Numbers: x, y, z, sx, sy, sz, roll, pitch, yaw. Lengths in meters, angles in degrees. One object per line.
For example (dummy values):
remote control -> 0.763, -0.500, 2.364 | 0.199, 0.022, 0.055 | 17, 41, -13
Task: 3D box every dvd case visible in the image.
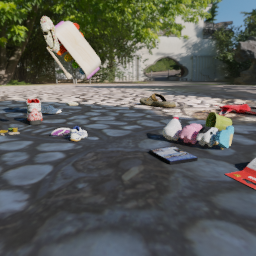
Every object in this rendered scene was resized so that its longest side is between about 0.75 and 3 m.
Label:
dvd case -> 1.150, 0.706, 7.297 | 0.801, 0.098, 1.122 | -6, 13, -22

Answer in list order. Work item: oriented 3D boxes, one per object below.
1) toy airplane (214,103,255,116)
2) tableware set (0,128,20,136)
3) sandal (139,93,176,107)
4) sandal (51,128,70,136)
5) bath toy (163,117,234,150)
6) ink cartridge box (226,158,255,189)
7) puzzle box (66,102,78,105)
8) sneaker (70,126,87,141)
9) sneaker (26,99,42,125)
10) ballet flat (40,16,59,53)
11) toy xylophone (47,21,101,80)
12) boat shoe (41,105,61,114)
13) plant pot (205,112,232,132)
toy airplane -> 5.669, -1.014, 14.720 | 2.840, 0.522, 2.840 | 1, 12, 0
tableware set -> -4.541, 0.116, 9.998 | 1.203, 0.185, 0.811 | -9, 14, -35
sandal -> 1.920, -1.811, 17.961 | 1.182, 0.795, 2.943 | -8, 14, -35
sandal -> -2.294, 0.155, 9.731 | 0.788, 0.321, 0.194 | -13, 58, -49
bath toy -> 2.069, 0.117, 8.552 | 2.092, 0.773, 0.910 | 10, -19, 38
ink cartridge box -> 2.971, 0.898, 5.756 | 1.467, 0.367, 1.180 | -3, 11, -21
puzzle box -> -3.756, -1.624, 18.761 | 0.611, 0.117, 0.919 | -7, 13, -28
sneaker -> -1.607, 0.133, 9.289 | 0.371, 0.435, 0.986 | 1, 10, 10
sneaker -> -4.117, -0.798, 12.315 | 0.652, 1.046, 1.952 | -4, 12, -20
ballet flat -> -2.368, -2.825, 8.435 | 0.424, 1.122, 0.358 | -18, 10, 14
toy xylophone -> -2.219, -3.010, 11.141 | 1.797, 2.454, 0.617 | -38, 17, -23
boat shoe -> -4.116, -0.988, 14.829 | 1.232, 0.427, 0.436 | 3, 12, 14
plant pot -> 3.323, -0.147, 10.161 | 0.718, 0.781, 0.781 | 10, 9, -12
